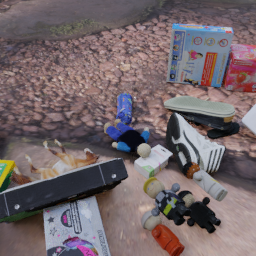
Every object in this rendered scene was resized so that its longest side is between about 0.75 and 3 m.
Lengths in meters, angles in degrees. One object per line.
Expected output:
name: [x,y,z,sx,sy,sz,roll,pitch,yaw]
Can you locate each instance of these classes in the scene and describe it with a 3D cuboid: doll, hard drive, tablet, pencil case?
doll: [0.066,0.293,8.782,1.387,0.492,2.032,-21,33,-23]
hard drive: [-1.569,1.497,6.546,2.883,2.014,0.545,-16,75,-17]
tablet: [4.811,-0.400,9.476,1.907,0.130,1.241,-42,80,-20]
pencil case: [-0.137,-0.704,10.155,0.576,0.641,1.477,-14,38,12]

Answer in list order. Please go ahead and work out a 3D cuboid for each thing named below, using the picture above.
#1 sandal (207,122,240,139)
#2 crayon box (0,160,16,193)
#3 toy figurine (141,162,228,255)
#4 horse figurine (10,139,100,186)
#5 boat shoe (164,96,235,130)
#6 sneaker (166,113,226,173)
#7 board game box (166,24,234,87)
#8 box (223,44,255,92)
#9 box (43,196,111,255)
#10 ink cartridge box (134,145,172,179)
sandal: [3.301,0.040,9.517,1.321,0.316,0.497,-18,44,-20]
crayon box: [-3.988,1.400,7.865,1.310,0.382,1.130,3,39,4]
toy figurine: [1.212,1.751,6.402,1.797,1.769,1.250,-22,39,-25]
horse figurine: [-2.121,1.116,7.943,1.569,0.591,2.367,35,42,15]
boat shoe: [2.388,-0.533,9.811,2.753,0.857,1.027,18,38,43]
sneaker: [2.107,0.500,8.753,1.450,0.951,2.520,7,37,-15]
board game box: [2.842,-2.937,11.458,2.302,2.351,0.657,8,39,8]
box: [5.574,-2.409,11.489,2.997,1.494,1.431,6,41,6]
box: [-0.966,2.667,5.607,1.185,1.365,2.066,-12,42,-13]
ink cartridge box: [0.769,0.997,8.356,1.065,0.359,0.624,-32,50,-32]
